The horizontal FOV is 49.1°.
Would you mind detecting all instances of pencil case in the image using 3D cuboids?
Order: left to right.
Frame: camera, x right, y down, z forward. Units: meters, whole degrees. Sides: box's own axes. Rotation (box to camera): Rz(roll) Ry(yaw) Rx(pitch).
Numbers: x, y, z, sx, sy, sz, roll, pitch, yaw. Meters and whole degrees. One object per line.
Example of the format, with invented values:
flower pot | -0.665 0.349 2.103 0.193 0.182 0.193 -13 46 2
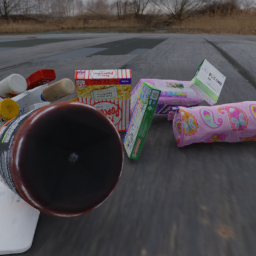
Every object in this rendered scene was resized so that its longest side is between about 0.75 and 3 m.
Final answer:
pencil case | 2.301 -0.139 6.959 2.482 1.085 1.085 -4 23 -3

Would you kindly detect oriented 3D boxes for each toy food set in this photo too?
toy food set | -2.523 -0.757 7.627 1.284 1.362 2.854 -14 3 38

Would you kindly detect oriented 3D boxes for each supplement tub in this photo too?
supplement tub | -1.274 0.407 4.301 1.411 1.411 2.638 -15 6 -32

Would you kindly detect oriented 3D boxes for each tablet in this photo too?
tablet | -2.336 1.229 4.933 1.666 0.175 2.560 -3 22 -7

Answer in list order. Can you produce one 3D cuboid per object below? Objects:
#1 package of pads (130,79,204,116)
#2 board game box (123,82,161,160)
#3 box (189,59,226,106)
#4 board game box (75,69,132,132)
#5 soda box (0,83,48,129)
package of pads | 1.081 -0.885 8.443 2.041 0.772 1.230 -1 -18 -20
board game box | 0.287 -0.205 6.420 0.233 1.600 1.076 15 14 -13
box | 2.061 -1.190 7.207 0.786 0.198 1.090 39 52 -9
board game box | -0.610 -0.661 7.350 1.362 1.797 0.416 -2 44 -3
soda box | -3.258 -0.577 8.216 0.907 0.975 2.858 3 23 7
